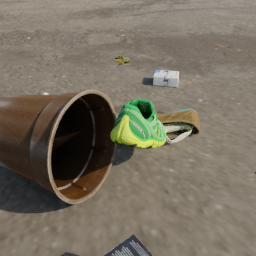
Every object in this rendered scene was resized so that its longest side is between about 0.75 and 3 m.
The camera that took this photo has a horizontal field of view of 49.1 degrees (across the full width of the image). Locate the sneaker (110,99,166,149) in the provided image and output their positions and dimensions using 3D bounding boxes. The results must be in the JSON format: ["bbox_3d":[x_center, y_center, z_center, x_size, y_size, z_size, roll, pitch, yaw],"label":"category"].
[{"bbox_3d":[0.415,-0.118,6.378,0.898,1.013,2.424,16,7,17],"label":"sneaker"}]

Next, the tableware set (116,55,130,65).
[{"bbox_3d":[-0.255,-3.208,13.158,0.644,0.147,0.956,-3,35,-4],"label":"tableware set"}]

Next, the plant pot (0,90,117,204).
[{"bbox_3d":[-1.855,0.219,6.473,2.400,2.424,2.424,10,35,27],"label":"plant pot"}]

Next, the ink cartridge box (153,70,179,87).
[{"bbox_3d":[1.521,-1.975,11.138,0.966,0.415,0.707,5,35,9],"label":"ink cartridge box"}]

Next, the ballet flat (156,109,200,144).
[{"bbox_3d":[0.934,0.057,8.005,2.574,0.873,0.931,-6,56,-16],"label":"ballet flat"}]

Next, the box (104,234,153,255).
[{"bbox_3d":[-0.142,2.410,4.192,1.083,1.092,0.673,-24,41,-29],"label":"box"}]
